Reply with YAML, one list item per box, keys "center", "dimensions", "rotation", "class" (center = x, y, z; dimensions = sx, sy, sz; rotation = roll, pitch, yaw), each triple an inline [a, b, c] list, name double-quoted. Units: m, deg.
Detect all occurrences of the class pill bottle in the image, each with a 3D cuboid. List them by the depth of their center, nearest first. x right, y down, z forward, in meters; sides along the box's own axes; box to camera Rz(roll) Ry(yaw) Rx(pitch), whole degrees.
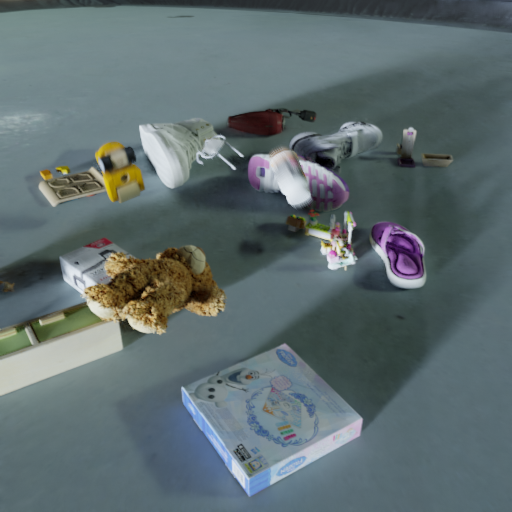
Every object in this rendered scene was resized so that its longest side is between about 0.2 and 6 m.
- center: [0.570, -1.277, 9.157]
  dimensions: [0.466, 0.466, 0.801]
  rotation: [-14, 70, -21]
  class: "pill bottle"

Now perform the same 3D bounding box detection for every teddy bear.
- center: [-1.490, 0.433, 8.886]
  dimensions: [1.973, 0.909, 2.722]
  rotation: [20, 21, 35]
  class: "teddy bear"

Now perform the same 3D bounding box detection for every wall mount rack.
- center: [-0.798, -2.268, 12.395]
  dimensions: [0.890, 0.382, 1.024]
  rotation: [9, 41, 12]
  class: "wall mount rack"

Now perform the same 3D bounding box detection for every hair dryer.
- center: [0.336, -4.155, 17.348]
  dimensions: [2.657, 0.722, 2.023]
  rotation: [-11, 20, -29]
  class: "hair dryer"

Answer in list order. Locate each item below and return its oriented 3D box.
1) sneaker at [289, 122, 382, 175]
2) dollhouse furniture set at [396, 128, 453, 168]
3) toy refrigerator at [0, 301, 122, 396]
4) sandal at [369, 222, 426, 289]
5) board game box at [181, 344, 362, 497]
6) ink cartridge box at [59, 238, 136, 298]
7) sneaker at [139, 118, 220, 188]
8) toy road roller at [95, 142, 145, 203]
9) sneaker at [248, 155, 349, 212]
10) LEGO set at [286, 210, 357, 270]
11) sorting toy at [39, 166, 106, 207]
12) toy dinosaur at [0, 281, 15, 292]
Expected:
- center: [2.237, -2.753, 14.653]
  dimensions: [2.541, 0.955, 1.460]
  rotation: [-10, 33, -6]
  class: "sneaker"
- center: [4.533, -3.010, 14.964]
  dimensions: [1.406, 0.998, 1.114]
  rotation: [5, 32, 7]
  class: "dollhouse furniture set"
- center: [-3.076, 1.296, 8.367]
  dimensions: [1.938, 0.678, 0.736]
  rotation: [-19, 36, -27]
  class: "toy refrigerator"
- center: [2.828, -0.195, 10.857]
  dimensions: [0.947, 0.572, 2.326]
  rotation: [-2, 32, -3]
  class: "sandal"
- center: [0.174, 2.058, 7.430]
  dimensions: [1.727, 0.376, 1.736]
  rotation: [-18, 36, -27]
  class: "board game box"
- center: [-2.709, 0.307, 10.054]
  dimensions: [1.363, 0.568, 0.990]
  rotation: [27, 41, 36]
  class: "ink cartridge box"
- center: [-1.764, -2.845, 14.484]
  dimensions: [1.952, 1.244, 3.378]
  rotation: [-14, 33, -15]
  class: "sneaker"
- center: [-2.854, -1.770, 11.519]
  dimensions: [0.723, 1.177, 0.859]
  rotation: [-26, 39, -22]
  class: "toy road roller"
- center: [1.121, -1.868, 13.188]
  dimensions: [2.654, 1.067, 1.173]
  rotation: [23, 31, 34]
  class: "sneaker"
- center: [1.433, -0.572, 11.258]
  dimensions: [0.971, 0.786, 2.111]
  rotation: [-13, 34, -20]
  class: "LEGO set"
- center: [-4.546, -1.781, 13.754]
  dimensions: [1.427, 0.256, 1.916]
  rotation: [-23, 38, -25]
  class: "sorting toy"
- center: [-5.110, 0.262, 10.314]
  dimensions: [1.034, 0.588, 1.947]
  rotation: [-3, 33, -47]
  class: "toy dinosaur"
